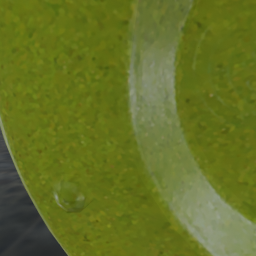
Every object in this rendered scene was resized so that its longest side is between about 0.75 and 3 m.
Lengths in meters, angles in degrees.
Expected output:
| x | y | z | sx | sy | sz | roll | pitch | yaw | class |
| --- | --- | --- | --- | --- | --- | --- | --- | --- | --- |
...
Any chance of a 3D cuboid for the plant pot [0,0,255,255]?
| x | y | z | sx | sy | sz | roll | pitch | yaw | class |
| --- | --- | --- | --- | --- | --- | --- | --- | --- | --- |
| 0.857 | -0.479 | 1.639 | 2.830 | 2.830 | 2.724 | 2 | 19 | 18 | plant pot |
